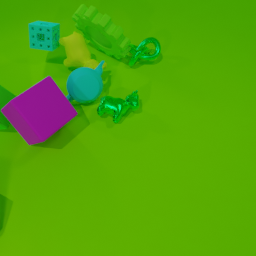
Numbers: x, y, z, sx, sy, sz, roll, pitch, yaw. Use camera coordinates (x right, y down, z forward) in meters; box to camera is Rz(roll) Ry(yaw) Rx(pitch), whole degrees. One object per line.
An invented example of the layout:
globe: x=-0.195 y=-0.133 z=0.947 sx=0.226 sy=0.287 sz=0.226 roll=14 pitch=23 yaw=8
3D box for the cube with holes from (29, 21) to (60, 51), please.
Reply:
cube with holes: x=-2.609 y=-2.900 z=8.808 sx=0.718 sy=0.718 sz=0.718 roll=9 pitch=28 yaw=3

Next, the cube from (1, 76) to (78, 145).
cube: x=-2.216 y=-0.398 z=6.991 sx=1.160 sy=1.160 sz=1.160 roll=-44 pitch=108 yaw=-31

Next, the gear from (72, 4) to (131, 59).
gear: x=-0.827 y=-2.985 z=8.851 sx=1.997 sy=1.997 sz=0.369 roll=32 pitch=82 yaw=23

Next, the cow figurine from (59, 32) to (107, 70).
cow figurine: x=-1.391 y=-2.238 z=8.734 sx=1.489 sy=1.513 sz=0.831 roll=9 pitch=29 yaw=41

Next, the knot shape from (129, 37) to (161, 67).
knot shape: x=0.402 y=-2.590 z=9.399 sx=1.234 sy=0.570 sz=1.155 roll=-32 pitch=38 yaw=-10

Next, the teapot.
teapot: x=-1.226 y=-1.308 z=8.073 sx=1.657 sy=1.030 sz=0.811 roll=-43 pitch=30 yaw=4

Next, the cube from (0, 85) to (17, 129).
cube: x=-3.666 y=-0.577 z=7.279 sx=0.961 sy=0.961 sz=0.961 roll=-3 pitch=64 yaw=26

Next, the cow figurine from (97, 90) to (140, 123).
cow figurine: x=-0.235 y=-0.685 z=7.763 sx=1.085 sy=0.596 sz=1.068 roll=25 pitch=77 yaw=2
